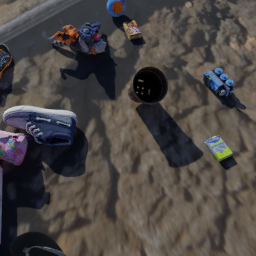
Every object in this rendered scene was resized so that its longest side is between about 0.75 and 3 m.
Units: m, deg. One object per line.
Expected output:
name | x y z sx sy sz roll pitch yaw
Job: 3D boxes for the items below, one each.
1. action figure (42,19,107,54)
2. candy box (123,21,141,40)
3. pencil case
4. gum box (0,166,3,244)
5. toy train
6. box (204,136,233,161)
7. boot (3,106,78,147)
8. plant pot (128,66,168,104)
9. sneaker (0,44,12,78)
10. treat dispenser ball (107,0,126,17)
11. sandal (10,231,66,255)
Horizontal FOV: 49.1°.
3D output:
action figure | -2.213 -4.233 13.162 2.675 1.446 2.765 21 33 6
candy box | 0.195 -4.872 13.926 0.624 0.302 1.070 -14 55 -9
pencil case | -4.804 0.458 9.541 2.689 1.176 1.176 12 56 2
gum box | -4.742 2.362 8.458 1.532 0.893 2.700 -11 55 -8
toy train | 3.775 -1.893 11.687 0.792 0.601 1.386 -27 61 -7
box | 3.232 0.687 10.068 0.574 0.224 0.941 -21 58 -15
boot | -3.249 -0.029 10.081 2.718 0.989 1.228 1 50 0
plant pot | 0.643 -1.516 10.728 1.381 1.367 1.381 0 88 -15
sneaker | -5.789 -2.995 12.263 0.888 0.877 2.270 -1 53 2
treat dispenser ball | -0.611 -6.302 14.545 0.971 0.971 0.971 0 55 0
sandal | -2.081 3.761 7.669 2.793 0.598 1.062 28 60 18
